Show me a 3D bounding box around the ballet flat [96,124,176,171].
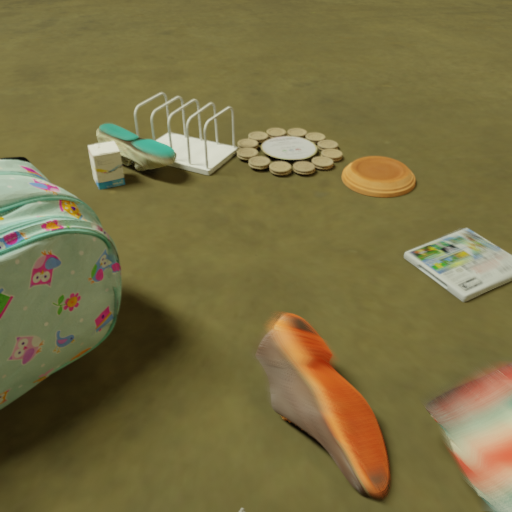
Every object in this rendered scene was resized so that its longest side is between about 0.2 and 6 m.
[{"bbox_3d":[-2.532,-2.198,11.947,2.244,0.700,0.757,28,37,30],"label":"ballet flat"}]

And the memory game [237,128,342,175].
[{"bbox_3d":[0.726,-2.377,12.628,2.393,0.152,2.393,1,36,-1],"label":"memory game"}]

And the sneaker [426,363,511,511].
[{"bbox_3d":[3.521,1.835,6.162,3.422,1.205,1.600,-9,66,-28],"label":"sneaker"}]

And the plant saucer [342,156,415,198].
[{"bbox_3d":[2.535,-1.684,11.582,1.505,0.282,1.505,0,35,0],"label":"plant saucer"}]

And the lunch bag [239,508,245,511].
[{"bbox_3d":[0.972,2.947,3.826,2.820,1.965,2.365,0,23,1],"label":"lunch bag"}]

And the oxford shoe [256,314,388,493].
[{"bbox_3d":[0.718,1.773,6.516,0.799,0.817,2.241,16,35,-45],"label":"oxford shoe"}]

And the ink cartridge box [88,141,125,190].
[{"bbox_3d":[-3.041,-1.847,11.383,0.554,0.766,0.564,-15,38,-20],"label":"ink cartridge box"}]

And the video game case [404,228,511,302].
[{"bbox_3d":[3.432,0.110,9.185,1.472,0.162,1.342,-19,40,-23],"label":"video game case"}]

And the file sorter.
[{"bbox_3d":[-1.534,-2.723,12.268,1.889,1.176,1.311,17,39,21],"label":"file sorter"}]

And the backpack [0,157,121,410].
[{"bbox_3d":[-3.636,0.507,6.489,2.516,3.318,3.976,38,44,22],"label":"backpack"}]
